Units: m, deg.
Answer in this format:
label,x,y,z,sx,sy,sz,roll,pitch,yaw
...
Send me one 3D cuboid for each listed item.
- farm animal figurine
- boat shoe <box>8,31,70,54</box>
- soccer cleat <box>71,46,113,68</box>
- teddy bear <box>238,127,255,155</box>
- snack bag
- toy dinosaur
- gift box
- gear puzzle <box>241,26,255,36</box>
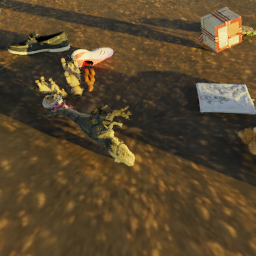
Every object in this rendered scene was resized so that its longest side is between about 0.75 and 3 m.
label,x,y,z,sx,sy,sz,roll,pitch,yaw
farm animal figurine,-1.801,-1.138,8.192,1.377,0.858,1.705,37,71,13
boat shoe,-3.603,-3.485,11.215,2.408,0.799,0.900,-3,37,-4
soccer cleat,-1.220,-2.584,10.348,1.733,0.591,0.634,-18,71,-36
teddy bear,3.176,0.423,6.381,1.028,0.473,1.418,-1,37,-4
snack bag,2.881,-0.876,8.318,1.582,0.180,1.678,3,37,5
toy dinosaur,-0.753,-0.147,6.960,2.901,0.688,1.278,28,47,32
gift box,3.724,-3.944,11.477,1.312,1.422,1.328,-19,43,-4
gear puzzle,5.279,-4.452,12.965,2.216,0.290,1.148,0,35,-5
